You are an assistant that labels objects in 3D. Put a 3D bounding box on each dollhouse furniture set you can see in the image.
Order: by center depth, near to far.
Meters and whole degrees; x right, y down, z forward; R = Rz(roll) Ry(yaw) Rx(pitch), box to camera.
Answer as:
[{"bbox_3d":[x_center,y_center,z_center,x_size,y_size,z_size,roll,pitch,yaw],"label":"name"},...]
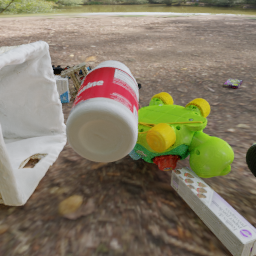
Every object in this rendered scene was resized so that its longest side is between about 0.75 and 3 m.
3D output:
[{"bbox_3d":[-1.764,-1.819,9.973,0.909,0.914,1.297,-23,29,0],"label":"dollhouse furniture set"}]

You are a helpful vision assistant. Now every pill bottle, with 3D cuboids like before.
[{"bbox_3d":[-0.367,-0.428,4.992,1.114,1.114,1.985,1,36,2],"label":"pill bottle"}]

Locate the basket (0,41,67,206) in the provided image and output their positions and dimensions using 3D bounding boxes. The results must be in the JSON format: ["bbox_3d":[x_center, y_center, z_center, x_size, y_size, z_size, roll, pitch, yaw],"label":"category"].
[{"bbox_3d":[-2.701,-0.200,5.547,2.054,2.554,2.531,-2,26,9],"label":"basket"}]

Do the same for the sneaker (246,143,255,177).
[{"bbox_3d":[3.741,0.724,5.050,2.749,1.150,1.660,29,43,31],"label":"sneaker"}]

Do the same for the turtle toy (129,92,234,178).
[{"bbox_3d":[0.958,0.216,5.876,2.531,1.279,1.845,18,37,40],"label":"turtle toy"}]

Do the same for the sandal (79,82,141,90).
[{"bbox_3d":[-0.755,-1.724,10.601,2.540,0.572,0.954,8,28,16],"label":"sandal"}]

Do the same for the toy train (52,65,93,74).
[{"bbox_3d":[-2.531,-2.584,12.552,2.138,0.365,0.490,3,30,8],"label":"toy train"}]

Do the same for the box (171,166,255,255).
[{"bbox_3d":[1.378,1.332,4.759,0.371,0.397,1.918,-11,28,-21],"label":"box"}]

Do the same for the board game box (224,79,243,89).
[{"bbox_3d":[4.232,-1.792,11.249,0.540,0.145,0.900,20,32,26],"label":"board game box"}]

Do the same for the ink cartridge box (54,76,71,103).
[{"bbox_3d":[-2.724,-1.300,9.466,1.439,0.835,0.488,-2,26,-3],"label":"ink cartridge box"}]
